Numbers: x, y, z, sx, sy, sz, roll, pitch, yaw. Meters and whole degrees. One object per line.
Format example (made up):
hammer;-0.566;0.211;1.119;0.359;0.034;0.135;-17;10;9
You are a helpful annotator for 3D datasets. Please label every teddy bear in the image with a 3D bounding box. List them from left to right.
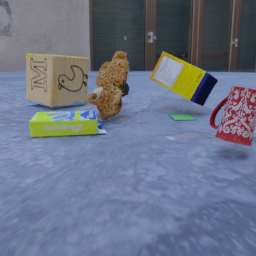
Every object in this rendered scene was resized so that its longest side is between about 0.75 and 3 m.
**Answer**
teddy bear;-0.714;-1.634;9.901;2.059;2.840;0.948;-12;-40;43

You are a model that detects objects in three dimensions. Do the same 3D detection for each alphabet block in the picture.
alphabet block;-3.177;-2.168;12.550;2.082;2.120;2.071;14;17;37

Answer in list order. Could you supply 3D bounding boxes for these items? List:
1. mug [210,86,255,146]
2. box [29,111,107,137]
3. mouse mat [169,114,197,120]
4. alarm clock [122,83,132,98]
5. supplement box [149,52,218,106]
mug;2.331;-0.312;6.165;1.049;1.181;0.788;17;11;26
box;-1.705;-0.146;8.194;2.056;0.490;1.254;-2;15;-9
mouse mat;1.960;-0.395;10.161;0.812;0.038;1.009;-1;15;-4
alarm clock;-0.227;-1.733;12.901;1.096;0.740;0.365;36;-4;-29
supplement box;2.164;-1.923;11.001;2.181;1.187;1.195;36;15;29
